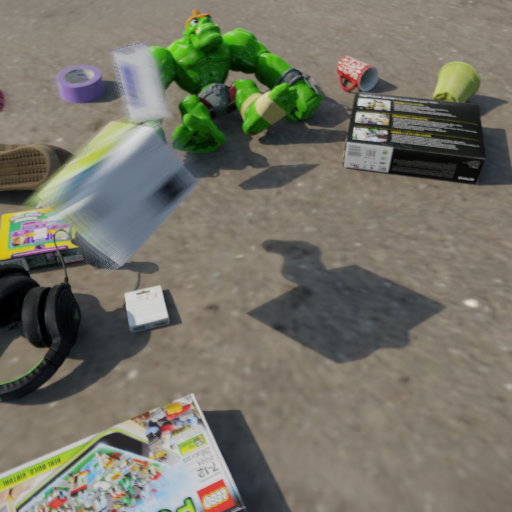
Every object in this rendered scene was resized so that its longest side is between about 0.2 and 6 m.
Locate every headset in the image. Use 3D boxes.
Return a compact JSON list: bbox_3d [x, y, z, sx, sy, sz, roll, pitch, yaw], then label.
[{"bbox_3d":[-3.526,0.877,8.976,1.876,1.428,3.038,19,65,15],"label":"headset"}]

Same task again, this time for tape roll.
[{"bbox_3d":[-4.407,-4.315,14.070,1.093,0.464,1.093,0,46,0],"label":"tape roll"}]

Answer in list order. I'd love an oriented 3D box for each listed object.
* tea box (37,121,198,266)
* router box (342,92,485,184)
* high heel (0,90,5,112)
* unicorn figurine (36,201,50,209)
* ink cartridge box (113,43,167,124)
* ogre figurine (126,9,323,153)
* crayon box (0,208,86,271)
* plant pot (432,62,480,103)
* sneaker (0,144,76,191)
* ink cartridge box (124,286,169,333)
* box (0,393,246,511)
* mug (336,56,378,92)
[{"bbox_3d":[-1.820,-0.867,7.292,1.474,0.985,1.451,-50,35,-13],"label":"tea box"},{"bbox_3d":[3.444,-2.648,12.297,2.840,0.725,2.118,9,47,9],"label":"router box"},{"bbox_3d":[-3.831,-2.390,7.025,1.693,0.814,0.571,35,70,21],"label":"high heel"},{"bbox_3d":[-3.686,-1.267,11.232,0.907,0.488,1.321,22,68,21],"label":"unicorn figurine"},{"bbox_3d":[-2.116,-3.145,10.258,0.659,1.326,0.260,-12,11,4],"label":"ink cartridge box"},{"bbox_3d":[-1.028,-3.810,12.572,4.551,2.233,2.729,-28,69,-6],"label":"ogre figurine"},{"bbox_3d":[-3.927,-0.340,10.330,1.437,0.419,1.240,-10,46,-9],"label":"crayon box"},{"bbox_3d":[4.711,-3.936,13.446,1.032,1.032,0.949,23,62,21],"label":"plant pot"},{"bbox_3d":[-4.989,-1.754,11.406,3.181,1.121,1.202,8,9,24],"label":"sneaker"},{"bbox_3d":[-1.837,0.884,9.365,0.647,0.200,0.798,-13,40,-11],"label":"ink cartridge box"},{"bbox_3d":[-1.912,3.132,6.942,3.183,0.553,1.752,-20,50,-18],"label":"box"},{"bbox_3d":[2.477,-4.669,14.302,0.863,0.648,0.972,-24,48,-23],"label":"mug"}]
